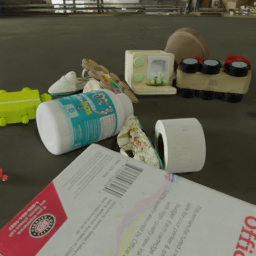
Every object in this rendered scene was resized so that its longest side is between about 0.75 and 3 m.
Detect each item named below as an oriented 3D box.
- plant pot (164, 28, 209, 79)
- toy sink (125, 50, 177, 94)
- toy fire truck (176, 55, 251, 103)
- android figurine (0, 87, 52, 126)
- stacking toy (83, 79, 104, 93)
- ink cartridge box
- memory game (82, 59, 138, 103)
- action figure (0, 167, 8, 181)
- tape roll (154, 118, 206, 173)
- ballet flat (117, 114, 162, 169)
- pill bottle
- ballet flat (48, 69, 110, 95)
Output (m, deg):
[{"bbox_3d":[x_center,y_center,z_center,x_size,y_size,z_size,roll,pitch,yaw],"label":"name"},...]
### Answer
[{"bbox_3d":[2.385,-3.233,12.853,2.102,2.102,1.833,20,50,35],"label":"plant pot"},{"bbox_3d":[0.866,-2.331,11.131,1.632,1.403,2.504,-2,23,-8],"label":"toy sink"},{"bbox_3d":[3.354,-2.170,11.087,2.535,1.853,2.879,7,37,15],"label":"toy fire truck"},{"bbox_3d":[-3.671,-0.717,9.089,2.422,0.546,2.661,-9,27,-19],"label":"android figurine"},{"bbox_3d":[-0.738,-1.079,9.689,1.434,1.048,1.048,0,19,-44],"label":"stacking toy"},{"bbox_3d":[0.120,1.541,3.417,2.751,1.178,2.030,20,41,26],"label":"ink cartridge box"},{"bbox_3d":[-0.617,-1.668,9.847,2.410,0.154,2.410,36,18,-14],"label":"memory game"},{"bbox_3d":[-3.128,0.939,6.048,1.184,0.306,0.387,11,34,12],"label":"action figure"},{"bbox_3d":[1.100,0.387,6.148,0.816,1.189,1.189,-3,26,-7],"label":"tape roll"},{"bbox_3d":[0.132,0.354,6.558,0.711,0.842,2.226,-13,32,-8],"label":"ballet flat"},{"bbox_3d":[-1.027,-0.268,7.313,2.385,1.321,1.321,-19,32,-35],"label":"pill bottle"},{"bbox_3d":[-1.906,-1.905,11.160,2.567,0.891,0.891,-11,28,-20],"label":"ballet flat"}]
